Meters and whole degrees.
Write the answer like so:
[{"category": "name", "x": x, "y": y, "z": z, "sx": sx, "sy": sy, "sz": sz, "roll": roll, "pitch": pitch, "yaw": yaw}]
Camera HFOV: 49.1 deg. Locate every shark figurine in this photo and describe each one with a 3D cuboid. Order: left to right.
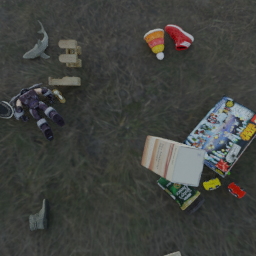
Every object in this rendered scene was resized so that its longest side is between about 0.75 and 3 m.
[{"category": "shark figurine", "x": -4.054, "y": -4.011, "z": 12.999, "sx": 1.121, "sy": 0.783, "sz": 1.876, "roll": 16, "pitch": 72, "yaw": 5}]

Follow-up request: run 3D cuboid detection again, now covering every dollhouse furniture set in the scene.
[{"category": "dollhouse furniture set", "x": -2.734, "y": -2.782, "z": 12.108, "sx": 1.227, "sy": 1.618, "sz": 1.846, "roll": 0, "pitch": 96, "yaw": -2}]

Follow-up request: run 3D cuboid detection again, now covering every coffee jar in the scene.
[{"category": "coffee jar", "x": 2.011, "y": 2.379, "z": 10.606, "sx": 0.916, "sy": 0.750, "sz": 1.757, "roll": -41, "pitch": 75, "yaw": -14}]

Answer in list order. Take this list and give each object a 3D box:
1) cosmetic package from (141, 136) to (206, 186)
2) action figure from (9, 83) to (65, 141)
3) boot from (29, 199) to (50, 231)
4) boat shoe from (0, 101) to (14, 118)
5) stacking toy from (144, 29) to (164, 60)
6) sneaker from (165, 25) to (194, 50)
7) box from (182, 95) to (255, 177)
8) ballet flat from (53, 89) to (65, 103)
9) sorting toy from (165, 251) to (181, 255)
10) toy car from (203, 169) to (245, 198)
[{"category": "cosmetic package", "x": 1.337, "y": 0.967, "z": 8.852, "sx": 0.947, "sy": 2.171, "sz": 1.122, "roll": 12, "pitch": 90, "yaw": -22}, {"category": "action figure", "x": -3.796, "y": -0.808, "z": 11.692, "sx": 1.847, "sy": 0.985, "sz": 2.839, "roll": -42, "pitch": 60, "yaw": -6}, {"category": "boot", "x": -3.363, "y": 3.249, "z": 10.502, "sx": 0.749, "sy": 0.388, "sz": 1.146, "roll": -6, "pitch": 68, "yaw": 4}, {"category": "boat shoe", "x": -5.761, "y": -0.984, "z": 11.853, "sx": 1.928, "sy": 0.582, "sz": 0.712, "roll": 29, "pitch": 94, "yaw": 11}, {"category": "stacking toy", "x": 1.360, "y": -3.803, "z": 12.953, "sx": 0.961, "sy": 0.961, "sz": 1.315, "roll": -17, "pitch": 85, "yaw": -6}, {"category": "sneaker", "x": 2.278, "y": -4.233, "z": 13.176, "sx": 1.477, "sy": 0.579, "sz": 0.853, "roll": 29, "pitch": 71, "yaw": 12}, {"category": "box", "x": 3.874, "y": 0.238, "z": 11.310, "sx": 2.014, "sy": 0.587, "sz": 2.942, "roll": 36, "pitch": 73, "yaw": 24}, {"category": "ballet flat", "x": -3.033, "y": -1.452, "z": 12.294, "sx": 0.286, "sy": 0.263, "sz": 0.834, "roll": -40, "pitch": 74, "yaw": -14}, {"category": "sorting toy", "x": 1.563, "y": 5.030, "z": 9.921, "sx": 0.946, "sy": 0.186, "sz": 1.022, "roll": -15, "pitch": 71, "yaw": -5}, {"category": "toy car", "x": 3.805, "y": 1.930, "z": 10.939, "sx": 1.535, "sy": 0.342, "sz": 1.444, "roll": 11, "pitch": 63, "yaw": 17}]
